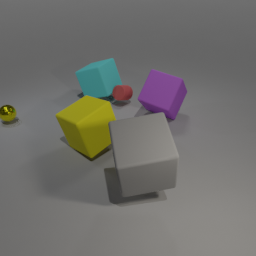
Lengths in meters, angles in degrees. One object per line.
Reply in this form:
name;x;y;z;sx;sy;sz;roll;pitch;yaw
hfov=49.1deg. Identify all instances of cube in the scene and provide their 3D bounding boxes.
cube;1.455;-1.353;11.558;1.400;1.400;1.400;23;-5;23
cube;0.363;0.670;6.915;1.400;1.400;1.400;-10;50;-3
cube;-1.330;-0.091;9.541;1.400;1.400;1.400;-37;36;-28
cube;-1.355;-2.326;13.282;1.400;1.400;1.400;-4;27;33

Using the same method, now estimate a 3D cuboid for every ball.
ball;-4.934;-0.607;11.465;0.700;0.700;0.700;0;29;0

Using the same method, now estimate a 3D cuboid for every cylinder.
cylinder;-0.244;-1.631;12.955;0.700;0.700;0.700;19;16;30
